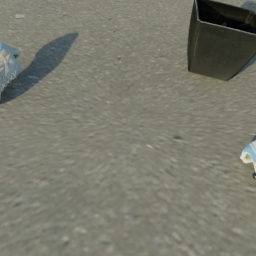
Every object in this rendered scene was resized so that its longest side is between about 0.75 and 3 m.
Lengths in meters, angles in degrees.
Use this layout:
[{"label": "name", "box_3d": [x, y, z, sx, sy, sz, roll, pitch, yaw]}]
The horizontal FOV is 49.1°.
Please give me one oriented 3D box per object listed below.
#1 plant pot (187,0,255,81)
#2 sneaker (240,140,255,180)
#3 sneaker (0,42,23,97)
[{"label": "plant pot", "box_3d": [2.621, -2.518, 8.252, 1.897, 1.683, 1.892, 14, 43, -3]}, {"label": "sneaker", "box_3d": [3.053, 1.008, 5.642, 0.754, 0.760, 2.097, 31, 19, -26]}, {"label": "sneaker", "box_3d": [-3.557, -1.591, 8.104, 0.967, 0.796, 2.103, 10, 65, -31]}]
